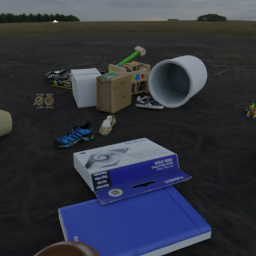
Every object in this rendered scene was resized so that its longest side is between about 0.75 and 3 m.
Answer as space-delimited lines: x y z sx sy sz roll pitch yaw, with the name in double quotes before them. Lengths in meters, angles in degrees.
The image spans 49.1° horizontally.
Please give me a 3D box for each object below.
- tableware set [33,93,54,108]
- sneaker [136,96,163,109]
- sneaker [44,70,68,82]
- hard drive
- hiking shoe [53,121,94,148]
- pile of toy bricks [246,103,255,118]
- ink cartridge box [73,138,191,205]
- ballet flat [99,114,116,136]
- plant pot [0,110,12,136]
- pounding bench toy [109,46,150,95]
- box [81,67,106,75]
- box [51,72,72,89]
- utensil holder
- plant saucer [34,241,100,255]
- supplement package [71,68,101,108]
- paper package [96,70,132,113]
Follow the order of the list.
"tableware set" -3.796 -1.222 12.575 1.007 0.666 0.202 3 4 24
"sneaker" 1.035 -1.234 13.388 1.367 0.543 0.536 9 10 18
"sneaker" -4.748 -3.316 18.207 0.756 0.697 1.891 -2 15 34
"hard drive" 0.071 2.103 6.216 2.871 0.364 1.894 -10 26 -21
"hiking shoe" -1.966 0.220 10.048 1.582 0.686 0.589 -20 31 -37
"pile of toy bricks" 5.661 -0.875 12.729 0.567 0.505 1.022 14 28 28
"ink cartridge box" -0.006 1.031 7.948 2.608 0.530 2.613 -11 17 -23
"ballet flat" -0.832 -0.171 11.209 0.496 0.459 1.407 3 24 8
"plant pot" -5.187 -0.162 10.148 1.685 1.579 1.579 -6 22 -41
"pounding bench toy" -0.023 -3.129 15.337 1.948 2.497 1.551 -15 28 -32
"box" -2.011 -2.860 16.349 1.172 1.184 1.428 -7 25 -15
"box" -3.450 -3.011 17.525 1.687 0.521 2.112 15 28 27
"utensil holder" 2.595 -2.456 14.207 2.272 2.272 2.673 13 25 27
"plant saucer" -1.190 2.597 4.730 1.661 0.304 1.661 -6 36 4
"supplement package" -2.074 -2.120 14.395 1.417 1.422 2.424 -7 25 -16
"paper package" -0.624 -1.733 13.150 0.920 1.695 1.779 15 28 29
